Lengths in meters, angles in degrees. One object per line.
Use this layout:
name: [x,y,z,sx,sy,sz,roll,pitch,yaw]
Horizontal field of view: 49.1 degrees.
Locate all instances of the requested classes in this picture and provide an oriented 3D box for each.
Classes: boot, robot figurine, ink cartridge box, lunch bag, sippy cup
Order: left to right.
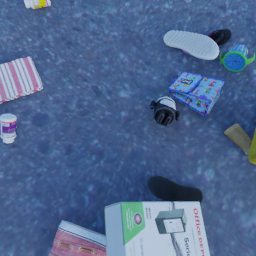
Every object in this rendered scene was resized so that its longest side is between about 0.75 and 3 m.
ink cartridge box: [0.854,3.168,7.970,2.795,1.175,2.040,7,64,-29]
robot figurine: [1.364,-0.628,10.338,0.820,0.987,1.314,-21,28,23]
lunch bag: [2.541,-1.484,10.876,1.856,0.873,1.397,26,54,21]
sippy cup: [4.516,-2.972,11.575,1.225,0.962,0.898,32,59,3]
boot: [4.413,0.324,10.317,1.140,0.430,1.302,-31,69,-13]

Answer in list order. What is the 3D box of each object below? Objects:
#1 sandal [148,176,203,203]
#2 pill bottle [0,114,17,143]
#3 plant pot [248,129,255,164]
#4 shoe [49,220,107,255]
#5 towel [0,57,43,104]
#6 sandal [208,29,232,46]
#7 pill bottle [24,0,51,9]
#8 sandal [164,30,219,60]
sandal: [1.549,2.190,9.517,1.960,0.469,0.737,19,66,-5]
pill bottle: [-4.328,0.023,10.122,0.564,1.003,0.564,9,26,-4]
plant pot: [6.053,0.077,8.955,2.823,2.490,2.823,21,75,2]
shoe: [-1.043,3.854,8.501,2.694,0.963,1.226,17,72,10]
towel: [-4.835,-1.882,11.379,2.405,0.360,1.760,-21,68,-12]
sandal: [3.751,-3.896,12.186,1.850,0.443,0.695,-25,68,-10]
pill bottle: [-4.207,-5.883,13.010,1.105,0.576,0.576,-13,67,-5]
sandal: [2.716,-3.507,11.915,2.575,0.633,1.048,34,80,29]
